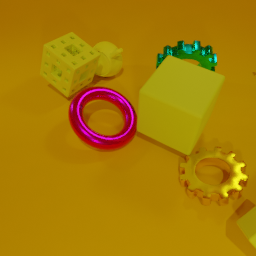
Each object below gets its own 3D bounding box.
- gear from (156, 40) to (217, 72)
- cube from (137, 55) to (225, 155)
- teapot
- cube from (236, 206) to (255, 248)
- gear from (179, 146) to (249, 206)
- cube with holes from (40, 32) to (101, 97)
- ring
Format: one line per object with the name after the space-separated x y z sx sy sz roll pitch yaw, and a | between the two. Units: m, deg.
1.597 -1.769 7.751 1.636 1.636 0.303 3 68 3 | gear
1.109 -0.504 6.163 1.346 1.346 1.346 26 56 17 | cube
-0.770 -1.981 8.382 1.699 1.057 0.832 -20 18 39 | teapot
2.356 1.678 4.443 0.764 0.764 0.764 -42 87 6 | cube
1.765 0.968 5.852 1.351 0.250 1.351 -8 42 7 | gear
-1.586 -1.730 7.643 1.052 1.052 1.052 39 49 8 | cube with holes
-0.574 -0.271 6.765 1.732 0.346 1.732 11 58 -18 | ring
